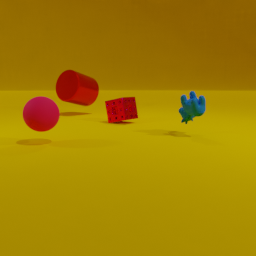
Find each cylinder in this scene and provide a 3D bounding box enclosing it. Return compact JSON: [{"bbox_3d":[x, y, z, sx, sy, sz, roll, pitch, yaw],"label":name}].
[{"bbox_3d":[-2.228,-1.736,12.389,1.379,1.379,1.379,5,-2,32],"label":"cylinder"}]

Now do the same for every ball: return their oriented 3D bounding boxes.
[{"bbox_3d":[-1.883,-0.302,6.097,0.772,0.772,0.772,0,8,0],"label":"ball"}]

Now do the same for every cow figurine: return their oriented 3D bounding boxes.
[{"bbox_3d":[1.633,-0.447,7.108,0.516,0.925,0.941,-24,28,-13],"label":"cow figurine"}]

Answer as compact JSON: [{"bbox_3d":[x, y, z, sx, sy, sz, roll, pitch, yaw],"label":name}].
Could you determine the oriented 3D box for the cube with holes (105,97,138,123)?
[{"bbox_3d":[-0.214,-0.628,9.686,0.759,0.759,0.759,-8,2,36],"label":"cube with holes"}]
